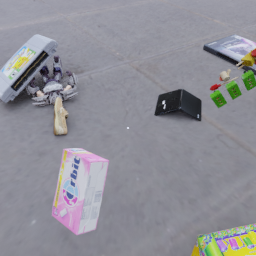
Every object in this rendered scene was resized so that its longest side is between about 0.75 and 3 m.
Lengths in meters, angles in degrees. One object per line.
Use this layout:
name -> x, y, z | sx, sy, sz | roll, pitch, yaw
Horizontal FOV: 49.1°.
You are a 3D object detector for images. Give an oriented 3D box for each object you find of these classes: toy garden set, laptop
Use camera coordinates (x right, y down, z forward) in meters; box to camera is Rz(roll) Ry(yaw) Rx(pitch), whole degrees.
toy garden set -> 2.191, -1.014, 5.629 | 1.264, 1.054, 0.252 | -32, 57, 19
laptop -> 1.676, -0.696, 9.279 | 1.341, 0.692, 1.188 | -14, 34, 25

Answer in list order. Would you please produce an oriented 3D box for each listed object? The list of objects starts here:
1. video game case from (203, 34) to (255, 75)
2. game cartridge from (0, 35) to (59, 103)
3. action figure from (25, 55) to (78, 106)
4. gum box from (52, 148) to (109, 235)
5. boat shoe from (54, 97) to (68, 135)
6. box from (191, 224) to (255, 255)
video game case -> 5.082, -3.249, 12.136 | 2.109, 0.280, 2.952 | -24, 45, -25
game cartridge -> -3.592, -2.113, 9.559 | 2.577, 0.522, 1.718 | -51, 39, -7
action figure -> -2.690, -1.668, 9.811 | 1.729, 0.922, 2.657 | -7, 44, -17
gum box -> -0.707, 0.914, 4.054 | 0.632, 1.113, 0.368 | 17, 8, 41
boat shoe -> -2.037, -0.359, 8.532 | 0.425, 0.469, 1.316 | 2, 58, -16
box -> 2.292, 2.667, 4.420 | 2.002, 1.221, 1.928 | -7, 41, -10
